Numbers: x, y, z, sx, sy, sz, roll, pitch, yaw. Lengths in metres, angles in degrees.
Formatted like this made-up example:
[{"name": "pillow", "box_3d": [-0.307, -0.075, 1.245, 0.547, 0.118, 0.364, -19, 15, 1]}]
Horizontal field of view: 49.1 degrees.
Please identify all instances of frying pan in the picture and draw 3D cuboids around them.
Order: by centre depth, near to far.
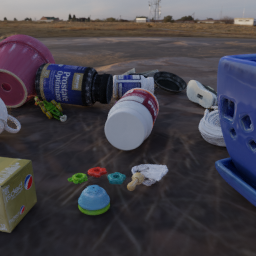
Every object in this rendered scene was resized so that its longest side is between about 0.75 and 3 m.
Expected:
[{"name": "frying pan", "box_3d": [1.500, -2.041, 12.927, 2.737, 0.445, 1.655, -14, 48, -31]}]

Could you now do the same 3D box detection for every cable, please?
[{"name": "cable", "box_3d": [2.829, -0.050, 8.053, 1.545, 0.535, 1.545, 5, 36, 36]}]

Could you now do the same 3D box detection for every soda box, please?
[{"name": "soda box", "box_3d": [-3.171, 1.058, 5.131, 2.799, 0.948, 0.896, 5, 23, 13]}]

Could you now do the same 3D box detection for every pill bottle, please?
[{"name": "pill bottle", "box_3d": [0.151, -0.307, 8.076, 1.271, 1.271, 2.226, 5, 22, 11]}, {"name": "pill bottle", "box_3d": [-2.029, -1.651, 10.944, 2.748, 1.537, 1.537, 6, 23, 7]}, {"name": "pill bottle", "box_3d": [0.226, -1.779, 12.077, 1.706, 0.987, 0.987, 0, 22, -2]}]

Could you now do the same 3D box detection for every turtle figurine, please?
[{"name": "turtle figurine", "box_3d": [-3.139, -0.903, 10.596, 1.000, 0.399, 1.240, 12, -8, 13]}]

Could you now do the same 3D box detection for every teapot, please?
[{"name": "teapot", "box_3d": [-4.040, -0.171, 7.943, 1.596, 1.575, 1.165, -36, 74, -22]}]

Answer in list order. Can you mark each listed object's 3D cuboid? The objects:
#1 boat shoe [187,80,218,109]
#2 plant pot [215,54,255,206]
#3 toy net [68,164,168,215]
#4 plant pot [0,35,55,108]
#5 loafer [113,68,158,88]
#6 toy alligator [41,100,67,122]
[{"name": "boat shoe", "box_3d": [3.067, -1.292, 11.224, 0.710, 0.788, 2.229, 7, 26, -19]}, {"name": "plant pot", "box_3d": [3.405, 0.232, 4.821, 2.972, 2.672, 2.971, -8, 25, -20]}, {"name": "toy net", "box_3d": [-0.127, 1.116, 5.816, 2.053, 0.396, 1.077, -10, 21, -28]}, {"name": "plant pot", "box_3d": [-4.475, -2.113, 11.278, 2.595, 2.595, 2.322, 2, 37, 5]}, {"name": "loafer", "box_3d": [0.222, -2.537, 14.008, 2.679, 0.935, 0.937, -1, 22, -2]}, {"name": "toy alligator", "box_3d": [-2.546, -0.507, 9.816, 0.548, 0.397, 1.654, -36, 46, -16]}]
